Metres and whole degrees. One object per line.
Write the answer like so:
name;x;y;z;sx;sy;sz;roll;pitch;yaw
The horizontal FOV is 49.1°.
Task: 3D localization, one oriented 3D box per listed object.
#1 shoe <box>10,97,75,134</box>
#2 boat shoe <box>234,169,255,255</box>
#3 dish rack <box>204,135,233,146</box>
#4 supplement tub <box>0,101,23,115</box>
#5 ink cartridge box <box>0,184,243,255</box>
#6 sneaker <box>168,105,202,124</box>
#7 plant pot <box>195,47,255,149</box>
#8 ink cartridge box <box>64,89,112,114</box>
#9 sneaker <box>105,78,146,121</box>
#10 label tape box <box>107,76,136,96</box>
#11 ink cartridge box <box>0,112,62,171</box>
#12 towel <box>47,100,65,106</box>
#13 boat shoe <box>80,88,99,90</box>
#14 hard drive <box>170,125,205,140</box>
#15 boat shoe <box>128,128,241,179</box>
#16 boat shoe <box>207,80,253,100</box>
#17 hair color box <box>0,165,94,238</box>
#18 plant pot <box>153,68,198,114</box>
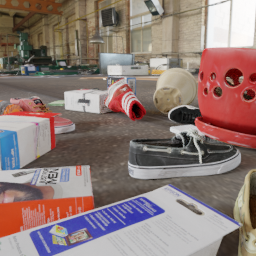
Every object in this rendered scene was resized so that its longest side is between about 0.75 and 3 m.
shoe;-3.132;-0.496;10.071;2.570;1.169;0.918;5;14;18
boat shoe;1.851;1.286;3.645;0.859;0.735;2.344;2;14;7
dish rack;2.713;0.406;8.365;0.648;0.230;0.844;-2;13;-6
supplement tub;-4.668;-0.382;9.660;1.877;1.150;1.150;3;14;13
ink cartridge box;-0.148;1.475;3.282;2.880;0.565;1.432;-10;17;-30
sneaker;2.629;-0.451;10.844;1.965;0.718;1.099;0;13;-3
plant pot;3.370;-0.900;8.255;2.830;2.577;2.830;10;13;-2
ink cartridge box;-1.831;-1.396;14.232;2.261;0.947;1.632;9;17;30
sneaker;-0.133;-0.845;12.318;1.163;1.714;2.968;-32;-11;-6
label tape box;-0.583;-1.912;14.926;0.722;1.645;2.282;-13;18;-41
ink cartridge box;-3.055;0.265;7.353;1.666;0.964;2.867;4;14;15
towel;-3.889;-1.434;16.162;0.979;0.150;1.283;3;15;13
boat shoe;-2.510;-1.840;16.234;1.050;0.867;2.805;7;15;32
hard drive;2.197;0.150;9.511;0.925;0.187;1.403;-6;14;-22
boat shoe;1.355;0.493;6.446;2.792;0.954;1.031;-3;14;-11
boat shoe;3.357;-0.704;8.652;0.723;2.010;0.683;-42;-7;-32
hair color box;-1.649;1.145;4.334;2.191;0.700;1.215;-4;15;-10
plant pot;2.161;-1.639;13.620;2.135;2.135;1.954;5;26;21
